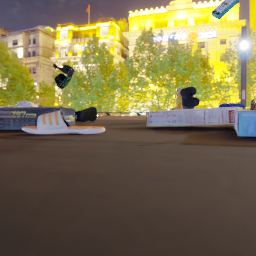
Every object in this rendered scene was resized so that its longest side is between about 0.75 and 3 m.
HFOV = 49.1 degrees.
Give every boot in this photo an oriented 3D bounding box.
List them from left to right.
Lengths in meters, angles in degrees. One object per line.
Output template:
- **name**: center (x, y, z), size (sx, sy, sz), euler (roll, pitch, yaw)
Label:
- **boot**: center (-2.514, -0.677, 13.539), size (1.587, 0.721, 1.888), euler (5, 11, 17)

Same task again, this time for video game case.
- **video game case**: center (3.032, -0.104, 5.108), size (2.025, 0.460, 1.836), euler (1, 3, 19)

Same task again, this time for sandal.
- **sandal**: center (-1.234, -0.113, 5.466), size (1.563, 0.448, 0.599), euler (-1, 3, -12)

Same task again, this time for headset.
- **headset**: center (-2.370, -1.950, 10.077), size (0.640, 0.841, 1.362), euler (30, 16, -31)

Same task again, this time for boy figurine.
- **boy figurine**: center (2.616, -1.077, 13.531), size (0.878, 1.695, 2.727), euler (-10, -13, -9)

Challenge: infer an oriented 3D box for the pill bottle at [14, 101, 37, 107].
- **pill bottle**: center (-4.860, -0.792, 13.539), size (0.980, 0.980, 1.737), euler (0, 3, -10)

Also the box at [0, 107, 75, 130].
- **box**: center (-2.581, -0.257, 7.115), size (2.186, 0.558, 1.724), euler (0, 4, 1)

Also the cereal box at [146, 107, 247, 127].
- **cereal box**: center (1.981, -0.304, 7.944), size (2.467, 0.488, 1.775), euler (-2, 1, 29)

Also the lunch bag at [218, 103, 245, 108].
- **lunch bag**: center (4.686, -0.710, 12.824), size (1.290, 0.877, 0.854), euler (1, 3, 21)

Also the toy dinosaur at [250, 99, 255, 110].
- **toy dinosaur**: center (4.265, -0.433, 7.478), size (2.548, 1.094, 1.727), euler (16, -40, -27)

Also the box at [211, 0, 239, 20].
- **box**: center (2.760, -3.438, 7.968), size (0.314, 0.763, 0.188), euler (49, 1, 42)
